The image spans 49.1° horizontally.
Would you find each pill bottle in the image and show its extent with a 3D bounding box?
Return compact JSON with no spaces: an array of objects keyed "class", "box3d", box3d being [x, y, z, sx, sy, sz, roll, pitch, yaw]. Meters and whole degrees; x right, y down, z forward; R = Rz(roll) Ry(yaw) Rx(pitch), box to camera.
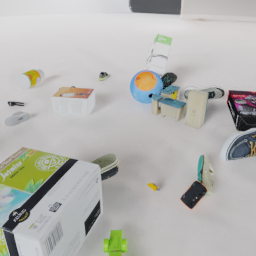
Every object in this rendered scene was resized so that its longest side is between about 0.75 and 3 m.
[{"class":"pill bottle","box3d":[-5.328,-2.776,15.545,0.844,0.844,1.519,11,31,18]}]

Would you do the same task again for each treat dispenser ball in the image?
[{"class":"treat dispenser ball","box3d":[0.871,-1.955,13.325,1.581,1.581,1.581,0,29,0]}]

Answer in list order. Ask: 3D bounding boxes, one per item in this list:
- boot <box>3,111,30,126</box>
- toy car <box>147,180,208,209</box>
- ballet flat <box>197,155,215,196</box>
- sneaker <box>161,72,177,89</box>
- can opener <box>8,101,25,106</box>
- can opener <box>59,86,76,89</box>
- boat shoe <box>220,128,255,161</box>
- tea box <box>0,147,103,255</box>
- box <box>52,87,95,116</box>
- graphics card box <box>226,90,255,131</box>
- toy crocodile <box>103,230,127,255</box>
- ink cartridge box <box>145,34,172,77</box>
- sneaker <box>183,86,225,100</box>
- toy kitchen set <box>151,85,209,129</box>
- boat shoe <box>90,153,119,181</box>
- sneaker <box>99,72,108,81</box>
[{"class":"boot","box3d":[-4.752,-0.398,11.737,0.572,0.441,1.198,14,23,36]},{"class":"toy car","box3d":[1.390,1.622,7.731,1.540,0.755,0.512,22,-1,24]},{"class":"ballet flat","box3d":[2.318,1.428,8.332,0.493,0.533,1.580,19,39,4]},{"class":"sneaker","box3d":[1.915,-2.223,14.772,2.263,0.853,0.897,-31,51,-31]},{"class":"can opener","box3d":[-5.268,-1.150,13.200,0.808,0.256,0.318,2,28,5]},{"class":"can opener","box3d":[-3.130,-1.991,14.649,0.946,0.372,0.300,-12,74,-28]},{"class":"boat shoe","box3d":[4.144,0.623,9.306,2.383,0.843,1.082,-20,30,-35]},{"class":"tea box","box3d":[-2.112,1.843,6.324,2.324,1.578,2.362,9,30,19]},{"class":"box","box3d":[-2.418,-1.223,12.698,1.616,0.860,1.231,4,29,7]},{"class":"graphics card box","box3d":[5.394,-0.779,12.014,1.845,0.748,2.942,5,30,9]},{"class":"toy crocodile","box3d":[-0.258,2.766,5.903,0.523,0.478,1.549,-2,24,-2]},{"class":"ink cartridge box","box3d":[1.547,-3.722,14.785,0.825,1.964,1.429,14,-2,-10]},{"class":"sneaker","box3d":[3.702,-1.592,13.668,1.944,0.719,0.771,-1,38,11]},{"class":"toy kitchen set","box3d":[2.462,-1.313,12.215,2.517,1.483,2.016,21,35,32]},{"class":"boat shoe","box3d":[-1.167,1.410,8.175,2.016,0.628,0.752,-23,40,-9]},{"class":"sneaker","box3d":[-1.453,-3.176,16.716,0.394,0.432,1.067,5,29,9]}]
